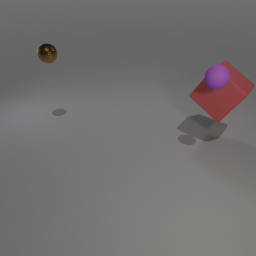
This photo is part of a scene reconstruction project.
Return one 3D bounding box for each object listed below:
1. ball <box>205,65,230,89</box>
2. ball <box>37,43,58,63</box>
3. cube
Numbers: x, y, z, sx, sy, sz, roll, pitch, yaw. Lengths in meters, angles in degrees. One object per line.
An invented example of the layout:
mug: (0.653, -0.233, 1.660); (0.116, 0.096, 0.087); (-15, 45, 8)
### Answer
ball: (2.567, -1.464, 8.040); (0.700, 0.700, 0.700); (0, 29, 0)
ball: (-2.902, -2.689, 10.104); (0.700, 0.700, 0.700); (0, 29, 0)
cube: (3.312, -1.321, 9.873); (1.400, 1.400, 1.400); (45, 38, 9)
